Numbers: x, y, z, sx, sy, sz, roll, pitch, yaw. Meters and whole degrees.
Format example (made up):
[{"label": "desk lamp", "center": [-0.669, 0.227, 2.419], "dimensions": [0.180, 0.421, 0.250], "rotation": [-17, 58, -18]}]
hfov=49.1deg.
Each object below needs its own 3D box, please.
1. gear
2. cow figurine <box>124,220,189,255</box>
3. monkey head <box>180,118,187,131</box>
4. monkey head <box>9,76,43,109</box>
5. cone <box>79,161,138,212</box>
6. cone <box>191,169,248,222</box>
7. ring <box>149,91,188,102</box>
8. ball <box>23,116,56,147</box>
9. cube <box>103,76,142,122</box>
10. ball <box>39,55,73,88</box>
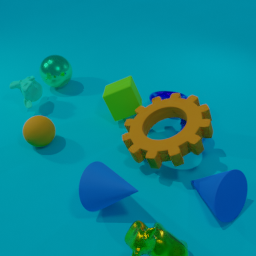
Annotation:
[{"label": "gear", "center": [0.904, 0.001, 6.604], "dimensions": [2.074, 0.384, 2.074], "rotation": [-16, 40, 14]}, {"label": "cow figurine", "center": [0.502, 1.932, 4.550], "dimensions": [1.130, 1.112, 0.620], "rotation": [31, 88, 8]}, {"label": "monkey head", "center": [1.694, -0.095, 7.186], "dimensions": [0.694, 0.829, 1.152], "rotation": [-12, -6, 20]}, {"label": "monkey head", "center": [-2.942, -1.098, 8.162], "dimensions": [0.835, 0.699, 1.160], "rotation": [-5, 43, 4]}, {"label": "cone", "center": [-0.230, 1.168, 5.402], "dimensions": [1.016, 1.012, 1.012], "rotation": [-2, 35, 34]}, {"label": "cone", "center": [1.714, 1.255, 5.850], "dimensions": [1.052, 1.052, 1.056], "rotation": [-28, 22, -29]}, {"label": "ring", "center": [1.211, -0.874, 8.323], "dimensions": [1.171, 0.234, 1.171], "rotation": [2, 22, -1]}, {"label": "ball", "center": [-2.236, 0.082, 7.072], "dimensions": [0.789, 0.789, 0.789], "rotation": [0, 41, 0]}, {"label": "cube", "center": [-0.130, -0.818, 7.730], "dimensions": [0.819, 0.819, 0.819], "rotation": [-20, 27, 13]}, {"label": "ball", "center": [-2.307, -1.821, 8.991], "dimensions": [1.036, 1.036, 1.036], "rotation": [0, 41, 0]}]
